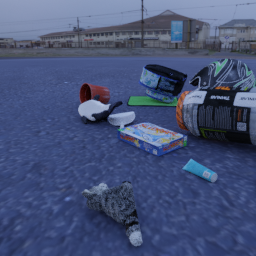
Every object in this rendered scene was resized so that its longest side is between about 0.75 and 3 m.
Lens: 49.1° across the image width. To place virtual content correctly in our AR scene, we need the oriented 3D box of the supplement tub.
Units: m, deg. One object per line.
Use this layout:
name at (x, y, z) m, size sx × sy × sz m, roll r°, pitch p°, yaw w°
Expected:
supplement tub at (3.253, -0.473, 9.364) m, size 2.972 × 1.821 × 1.821 m, roll 8°, pitch 19°, yaw 36°

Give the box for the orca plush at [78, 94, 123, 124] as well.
orca plush at (-1.076, -0.694, 11.679) m, size 2.514 × 1.322 × 0.894 m, roll -15°, pitch -36°, yaw 43°

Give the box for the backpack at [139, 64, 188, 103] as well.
backpack at (1.775, -2.422, 15.167) m, size 2.308 × 1.696 × 2.112 m, roll 23°, pitch 24°, yaw 11°

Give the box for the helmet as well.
helmet at (4.072, -1.673, 11.949) m, size 2.649 × 2.649 × 2.526 m, roll -3°, pitch 11°, yaw -9°

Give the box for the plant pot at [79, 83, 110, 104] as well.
plant pot at (-1.661, -1.663, 14.415) m, size 1.219 × 1.253 × 1.253 m, roll -4°, pitch 17°, yaw -38°

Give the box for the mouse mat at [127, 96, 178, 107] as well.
mouse mat at (1.404, -1.489, 15.476) m, size 2.804 × 0.106 × 2.256 m, roll 3°, pitch 18°, yaw 4°

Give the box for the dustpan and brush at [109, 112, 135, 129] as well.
dustpan and brush at (-0.251, -0.259, 11.314) m, size 1.132 × 0.464 × 1.622 m, roll -9°, pitch 12°, yaw 2°

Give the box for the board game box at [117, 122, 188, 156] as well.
board game box at (0.782, 0.313, 9.477) m, size 1.377 × 0.350 × 2.034 m, roll -16°, pitch 24°, yaw -37°

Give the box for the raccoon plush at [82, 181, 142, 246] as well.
raccoon plush at (-0.354, 1.550, 5.298) m, size 1.018 × 0.735 × 1.520 m, roll -9°, pitch 19°, yaw -3°

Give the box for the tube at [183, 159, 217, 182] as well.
tube at (1.859, 1.102, 7.269) m, size 0.375 × 0.244 × 0.968 m, roll -43°, pitch 34°, yaw -15°
